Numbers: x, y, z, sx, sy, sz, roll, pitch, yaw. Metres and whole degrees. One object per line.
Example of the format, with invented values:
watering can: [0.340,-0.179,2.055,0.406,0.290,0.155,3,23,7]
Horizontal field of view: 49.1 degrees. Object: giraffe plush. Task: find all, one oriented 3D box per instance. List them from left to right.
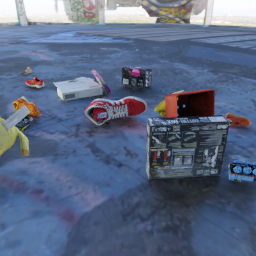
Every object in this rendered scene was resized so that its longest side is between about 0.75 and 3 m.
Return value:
giraffe plush: [-4.446,0.219,8.202,2.861,2.469,2.320,-30,17,-30]

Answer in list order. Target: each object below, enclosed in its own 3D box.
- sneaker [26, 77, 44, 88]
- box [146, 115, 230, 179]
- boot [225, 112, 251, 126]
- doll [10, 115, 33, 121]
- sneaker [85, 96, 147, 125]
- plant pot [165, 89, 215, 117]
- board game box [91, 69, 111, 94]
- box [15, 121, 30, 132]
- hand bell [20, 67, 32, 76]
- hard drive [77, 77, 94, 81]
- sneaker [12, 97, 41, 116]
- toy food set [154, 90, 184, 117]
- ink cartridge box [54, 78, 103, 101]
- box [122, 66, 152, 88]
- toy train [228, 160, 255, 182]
sneaker: [-5.104,-2.566,15.413,1.219,0.517,0.469,11,28,22]
box: [1.595,0.541,7.751,2.135,1.683,0.531,-3,26,-4]
boot: [4.262,-0.236,10.936,0.987,0.370,0.529,20,48,30]
doll: [-4.213,-0.391,11.099,0.860,0.208,0.587,2,20,-36]
sneaker: [-0.525,-0.685,11.170,2.432,0.866,1.368,0,21,16]
plant pot: [2.183,-0.679,10.569,1.571,1.572,1.386,-9,18,-19]
board game box: [-1.414,-2.454,14.653,0.256,0.950,1.583,-33,35,-4]
box: [-4.387,-0.020,10.554,0.983,0.234,0.950,6,29,11]
hand bell: [-6.479,-3.501,17.630,0.410,0.410,0.788,16,42,30]
hard drive: [-2.529,-2.807,16.367,0.895,0.114,0.591,18,31,32]
sneaker: [-4.263,-0.777,11.829,0.721,0.682,1.869,-41,39,-26]
toy food set: [1.848,-0.941,11.912,1.033,0.574,1.757,-17,19,42]
ink cartridge box: [-2.602,-2.031,14.410,2.087,0.454,1.811,-13,28,-25]
box: [0.491,-2.813,15.393,1.484,0.981,0.852,16,26,30]
toy train: [3.228,1.208,7.685,0.933,0.533,0.404,6,33,13]
